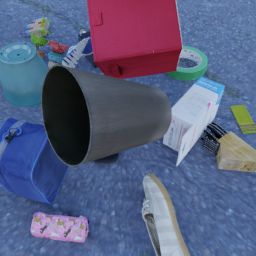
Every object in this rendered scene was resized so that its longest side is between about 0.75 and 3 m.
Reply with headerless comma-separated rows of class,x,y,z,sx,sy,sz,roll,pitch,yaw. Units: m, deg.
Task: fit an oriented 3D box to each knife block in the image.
knife block,3.425,0.553,9.277,1.900,0.608,1.668,5,51,5

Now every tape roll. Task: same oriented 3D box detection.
tape roll,2.475,-2.875,12.335,1.951,0.469,1.951,0,50,0

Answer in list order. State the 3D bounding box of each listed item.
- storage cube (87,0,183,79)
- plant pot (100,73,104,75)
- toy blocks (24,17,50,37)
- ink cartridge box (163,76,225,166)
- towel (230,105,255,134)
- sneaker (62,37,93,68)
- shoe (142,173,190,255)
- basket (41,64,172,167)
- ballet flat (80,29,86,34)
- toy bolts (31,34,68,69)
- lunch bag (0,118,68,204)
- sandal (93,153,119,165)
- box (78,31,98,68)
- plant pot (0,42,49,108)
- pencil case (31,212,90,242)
storage cube,0.242,-3.129,8.913,2.523,2.399,2.807,-7,85,6
plant pot,-0.732,-1.280,10.570,1.170,1.167,1.192,-25,60,-20
toy blocks,-4.593,-5.026,14.110,1.047,0.765,1.532,-9,49,7
ink cartridge box,2.035,-0.259,9.317,0.944,1.603,2.784,29,55,24
towel,4.299,-0.351,10.388,0.593,0.124,1.378,-4,49,-4
sneaker,-1.643,-2.602,9.351,1.363,0.551,0.787,-34,34,17
shoe,0.821,2.462,7.399,0.750,0.982,2.809,-9,52,-14
basket,-0.323,-0.280,5.945,2.364,1.608,2.132,-2,48,-40
ballet flat,-2.073,-4.472,13.771,0.439,0.371,1.160,-25,54,-22
toy bolts,-3.458,-3.265,12.563,1.749,1.213,1.671,25,13,32
lunch bag,-2.832,0.887,7.778,1.629,2.461,1.672,10,54,11
sandal,-1.163,0.125,9.658,1.064,0.599,2.797,-19,52,-16
box,-1.253,-3.725,12.795,1.506,0.861,1.654,-23,53,-20
plant pot,-3.995,-2.123,10.751,2.009,1.888,2.009,0,50,0
pencil case,-1.817,2.636,7.484,1.521,0.630,0.658,4,52,4
